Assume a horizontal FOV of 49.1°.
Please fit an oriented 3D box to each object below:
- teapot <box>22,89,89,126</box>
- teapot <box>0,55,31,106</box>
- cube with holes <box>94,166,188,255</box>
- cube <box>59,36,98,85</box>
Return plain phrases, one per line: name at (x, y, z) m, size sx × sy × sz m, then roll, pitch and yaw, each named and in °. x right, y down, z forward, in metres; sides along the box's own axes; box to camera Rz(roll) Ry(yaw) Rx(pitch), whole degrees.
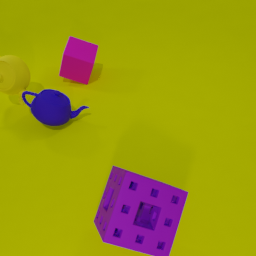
teapot at (-2.085, -0.639, 8.024) m, size 1.877 × 0.919 × 1.167 m, roll 16°, pitch 31°, yaw -20°
teapot at (-3.515, -1.488, 8.252) m, size 1.194 × 1.920 × 0.940 m, roll -34°, pitch 4°, yaw 15°
cube with holes at (0.182, 1.496, 5.237) m, size 1.185 × 1.185 × 1.185 m, roll 21°, pitch 82°, yaw -12°
cube at (-1.692, -2.313, 9.622) m, size 1.024 × 1.024 × 1.024 m, roll 16°, pitch 50°, yaw -12°
